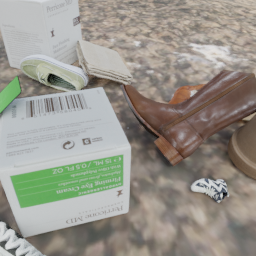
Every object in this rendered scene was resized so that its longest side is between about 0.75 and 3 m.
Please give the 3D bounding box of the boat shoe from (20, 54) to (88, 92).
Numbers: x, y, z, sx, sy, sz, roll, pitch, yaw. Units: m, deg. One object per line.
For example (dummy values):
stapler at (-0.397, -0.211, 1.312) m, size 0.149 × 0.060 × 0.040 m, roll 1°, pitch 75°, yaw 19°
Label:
boat shoe at (-2.811, -1.967, 10.141) m, size 2.743 × 0.987 × 0.851 m, roll 14°, pitch 41°, yaw 14°

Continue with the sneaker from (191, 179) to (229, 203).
sneaker at (1.851, 1.413, 6.203) m, size 0.817 × 0.326 × 0.531 m, roll 4°, pitch 28°, yaw -11°

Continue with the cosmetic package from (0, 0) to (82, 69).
cosmetic package at (-3.423, -3.949, 11.220) m, size 2.280 × 2.763 × 2.278 m, roll 15°, pitch 40°, yaw 19°

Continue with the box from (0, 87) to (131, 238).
box at (-1.319, 0.597, 5.923) m, size 2.256 × 1.942 × 2.267 m, roll -10°, pitch 39°, yaw -14°

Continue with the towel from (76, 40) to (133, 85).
towel at (-0.984, -2.580, 10.895) m, size 1.867 × 0.486 × 2.817 m, roll 13°, pitch 31°, yaw -24°

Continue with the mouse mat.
mouse mat at (-2.417, -0.597, 5.518) m, size 0.861 × 0.032 × 0.693 m, roll -43°, pitch 44°, yaw 10°

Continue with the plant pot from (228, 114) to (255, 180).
plant pot at (3.460, 0.217, 6.642) m, size 1.726 × 1.505 × 1.726 m, roll 3°, pitch 47°, yaw -3°

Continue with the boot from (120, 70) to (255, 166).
boot at (1.608, -0.852, 7.307) m, size 2.950 × 0.947 × 2.749 m, roll -36°, pitch 72°, yaw 2°

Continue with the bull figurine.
bull figurine at (1.783, -0.660, 8.341) m, size 1.513 × 0.812 × 2.492 m, roll -5°, pitch 30°, yaw 23°

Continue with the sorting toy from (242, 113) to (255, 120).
sorting toy at (3.495, -0.402, 8.612) m, size 1.513 × 0.301 × 2.047 m, roll 10°, pitch 35°, yaw 5°

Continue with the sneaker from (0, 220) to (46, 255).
sneaker at (-1.695, 2.442, 4.585) m, size 2.269 × 0.853 × 0.920 m, roll 20°, pitch 54°, yaw 29°
